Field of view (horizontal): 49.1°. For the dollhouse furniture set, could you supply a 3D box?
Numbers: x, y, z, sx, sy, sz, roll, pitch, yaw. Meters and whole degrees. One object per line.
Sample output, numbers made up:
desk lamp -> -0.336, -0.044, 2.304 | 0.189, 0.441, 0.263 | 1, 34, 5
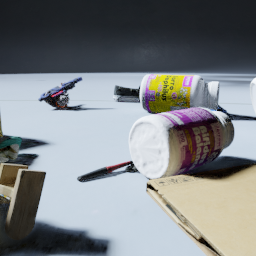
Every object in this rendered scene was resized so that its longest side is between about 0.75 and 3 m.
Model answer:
dollhouse furniture set -> -2.450, 0.961, 3.118 | 1.924, 1.458, 2.195 | 8, -6, 31

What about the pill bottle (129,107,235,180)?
pill bottle -> 1.138, 0.215, 5.448 | 2.079, 1.167, 1.167 | -12, 18, -37

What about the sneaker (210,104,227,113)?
sneaker -> 3.708, -0.806, 11.496 | 0.288, 0.320, 0.821 | -8, 15, -33

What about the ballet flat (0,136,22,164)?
ballet flat -> -2.611, 0.547, 5.864 | 0.478, 0.457, 1.358 | 29, 22, 13

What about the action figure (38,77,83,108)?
action figure -> -2.974, -1.516, 12.906 | 2.157, 1.128, 2.086 | -28, 26, -11

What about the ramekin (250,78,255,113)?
ramekin -> 4.041, -0.777, 7.853 | 0.784, 1.683, 1.683 | -15, 11, 11

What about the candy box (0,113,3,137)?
candy box -> -4.461, -0.250, 7.088 | 2.249, 1.298, 0.622 | -12, 18, -41

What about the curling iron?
curling iron -> -0.338, 0.789, 5.225 | 1.269, 0.162, 0.315 | -7, 16, -27

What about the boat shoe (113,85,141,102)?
boat shoe -> 0.716, -1.836, 14.623 | 2.988, 0.846, 1.026 | -2, 14, -9

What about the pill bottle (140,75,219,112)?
pill bottle -> 2.057, -1.339, 11.117 | 2.924, 1.524, 1.524 | 5, 14, 20

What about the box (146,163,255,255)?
box -> 1.665, 1.047, 3.862 | 2.273, 0.242, 1.858 | -4, 17, -23
